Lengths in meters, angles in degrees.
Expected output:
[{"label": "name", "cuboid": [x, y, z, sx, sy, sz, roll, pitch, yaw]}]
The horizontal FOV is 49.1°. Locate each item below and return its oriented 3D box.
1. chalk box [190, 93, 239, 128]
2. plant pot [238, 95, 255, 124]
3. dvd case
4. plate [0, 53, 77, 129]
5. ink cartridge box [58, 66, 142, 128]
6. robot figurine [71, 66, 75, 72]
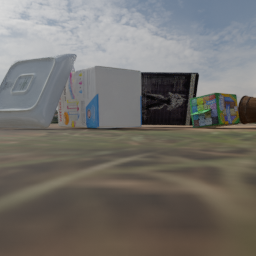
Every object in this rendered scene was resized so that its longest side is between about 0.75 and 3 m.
[{"label": "chalk box", "cuboid": [2.265, -0.462, 7.601, 1.383, 0.856, 0.860, -1, -5, -42]}, {"label": "plant pot", "cuboid": [3.892, -0.530, 8.314, 0.897, 0.897, 0.888, -1, 4, -40]}, {"label": "dvd case", "cuboid": [1.045, -0.973, 9.597, 2.552, 1.898, 0.204, 1, 26, 0]}, {"label": "plate", "cuboid": [-2.704, -1.077, 7.476, 2.335, 2.330, 0.377, 1, -28, 27]}, {"label": "ink cartridge box", "cuboid": [-0.959, -0.778, 8.024, 1.513, 1.553, 2.416, -3, 3, -40]}, {"label": "robot figurine", "cuboid": [-2.137, -1.621, 9.363, 0.922, 1.228, 0.766, -9, 40, -19]}]
